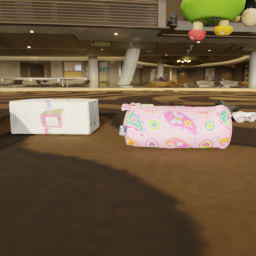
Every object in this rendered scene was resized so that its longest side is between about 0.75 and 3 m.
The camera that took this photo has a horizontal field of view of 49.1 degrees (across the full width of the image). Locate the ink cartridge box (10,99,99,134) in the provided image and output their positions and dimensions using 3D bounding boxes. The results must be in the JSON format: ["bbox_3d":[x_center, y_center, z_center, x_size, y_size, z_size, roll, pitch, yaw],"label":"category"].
[{"bbox_3d":[-1.868,-0.349,7.543,2.015,0.853,1.456,2,9,3],"label":"ink cartridge box"}]

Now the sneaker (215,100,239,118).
[{"bbox_3d":[3.540,-0.621,9.900,0.835,0.698,1.839,8,12,10],"label":"sneaker"}]

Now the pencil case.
[{"bbox_3d":[0.930,-0.056,5.595,2.121,0.927,0.927,2,10,6],"label":"pencil case"}]

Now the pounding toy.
[{"bbox_3d":[1.812,-2.150,5.761,1.605,0.745,1.239,0,5,-39],"label":"pounding toy"}]

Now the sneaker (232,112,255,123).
[{"bbox_3d":[3.877,-0.427,9.275,0.910,0.341,0.453,-3,34,-20],"label":"sneaker"}]
